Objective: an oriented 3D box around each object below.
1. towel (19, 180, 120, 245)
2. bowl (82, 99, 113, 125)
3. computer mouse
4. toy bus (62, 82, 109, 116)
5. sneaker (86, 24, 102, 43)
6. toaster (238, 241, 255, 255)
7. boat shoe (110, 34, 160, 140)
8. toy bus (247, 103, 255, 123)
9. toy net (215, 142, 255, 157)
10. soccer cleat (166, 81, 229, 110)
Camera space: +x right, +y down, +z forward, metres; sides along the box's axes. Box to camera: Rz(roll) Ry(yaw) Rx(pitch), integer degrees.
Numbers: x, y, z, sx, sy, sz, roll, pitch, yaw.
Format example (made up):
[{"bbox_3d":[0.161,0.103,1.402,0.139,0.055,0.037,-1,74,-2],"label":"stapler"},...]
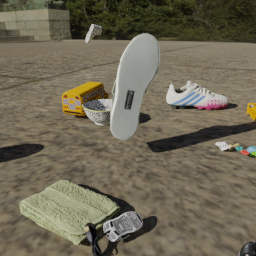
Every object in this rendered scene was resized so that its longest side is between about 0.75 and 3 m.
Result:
[{"bbox_3d":[-1.077,1.458,5.174,1.620,0.296,1.202,14,24,32],"label":"towel"},{"bbox_3d":[-0.851,-0.498,9.682,1.417,0.665,1.417,-1,21,0],"label":"bowl"},{"bbox_3d":[-0.202,1.696,4.596,1.037,0.228,0.569,-9,47,-34],"label":"computer mouse"},{"bbox_3d":[-1.568,-1.161,10.922,0.824,0.991,2.532,7,22,18],"label":"toy bus"},{"bbox_3d":[-1.209,-3.349,10.074,0.447,0.773,0.285,-5,59,-38],"label":"sneaker"},{"bbox_3d":[1.820,2.071,2.288,2.101,1.247,1.900,4,22,11],"label":"toaster"},{"bbox_3d":[0.037,-1.031,6.996,0.922,2.609,0.831,14,13,-15],"label":"boat shoe"},{"bbox_3d":[4.710,-0.538,10.131,0.510,0.424,1.303,1,21,0],"label":"toy bus"},{"bbox_3d":[2.913,0.605,7.512,1.122,0.217,0.588,7,25,21],"label":"toy net"},{"bbox_3d":[2.826,-1.322,11.205,2.538,1.096,0.887,0,21,-1],"label":"soccer cleat"}]
